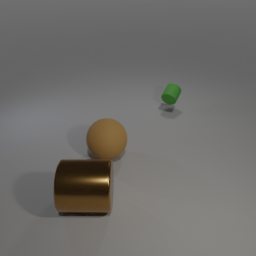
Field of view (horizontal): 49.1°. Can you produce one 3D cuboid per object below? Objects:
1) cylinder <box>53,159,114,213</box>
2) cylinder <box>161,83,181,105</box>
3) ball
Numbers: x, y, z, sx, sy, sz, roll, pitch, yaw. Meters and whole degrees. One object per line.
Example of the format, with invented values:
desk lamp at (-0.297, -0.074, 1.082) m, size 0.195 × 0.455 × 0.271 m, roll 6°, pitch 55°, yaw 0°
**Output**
cylinder at (-1.125, 1.539, 7.512) m, size 1.400 × 1.400 × 1.400 m, roll 0°, pitch 30°, yaw 1°
cylinder at (1.939, -1.517, 12.525) m, size 0.700 × 0.700 × 0.700 m, roll 16°, pitch 59°, yaw 25°
ball at (-0.718, 0.365, 9.546) m, size 1.400 × 1.400 × 1.400 m, roll 0°, pitch 30°, yaw 0°
